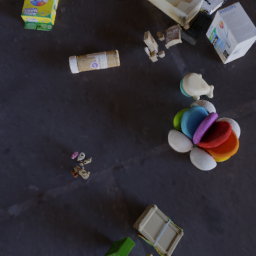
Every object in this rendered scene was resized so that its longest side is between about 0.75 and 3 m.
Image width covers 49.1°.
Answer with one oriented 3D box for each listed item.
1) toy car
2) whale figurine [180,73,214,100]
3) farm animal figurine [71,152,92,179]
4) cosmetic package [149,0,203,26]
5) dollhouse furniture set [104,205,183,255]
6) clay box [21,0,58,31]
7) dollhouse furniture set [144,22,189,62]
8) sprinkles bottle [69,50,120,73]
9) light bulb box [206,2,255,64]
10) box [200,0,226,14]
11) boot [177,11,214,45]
[{"bbox_3d":[2.941,0.152,10.513,2.601,1.950,2.276,40,80,9],"label":"toy car"},{"bbox_3d":[2.852,-1.674,11.709,1.499,0.778,1.192,14,73,-21],"label":"whale figurine"},{"bbox_3d":[-1.852,1.466,10.973,0.808,0.503,1.000,9,72,-17],"label":"farm animal figurine"},{"bbox_3d":[2.060,-5.826,12.616,2.334,0.830,1.228,39,79,9],"label":"cosmetic package"},{"bbox_3d":[0.606,4.252,10.190,1.625,1.245,2.481,45,51,4],"label":"dollhouse furniture set"},{"bbox_3d":[-3.952,-5.600,12.699,1.334,0.553,2.321,5,75,2],"label":"clay box"},{"bbox_3d":[1.601,-3.776,11.574,1.734,0.846,1.478,-18,47,29],"label":"dollhouse furniture set"},{"bbox_3d":[-1.416,-2.837,11.916,2.064,0.704,0.704,-10,76,-2],"label":"sprinkles bottle"},{"bbox_3d":[4.309,-3.919,11.701,1.043,1.656,1.671,-24,76,-7],"label":"light bulb box"},{"bbox_3d":[3.841,-5.768,12.839,1.233,0.371,0.719,-41,79,-10],"label":"box"},{"bbox_3d":[2.911,-4.644,12.471,1.255,0.500,1.523,37,82,-2],"label":"boot"}]
